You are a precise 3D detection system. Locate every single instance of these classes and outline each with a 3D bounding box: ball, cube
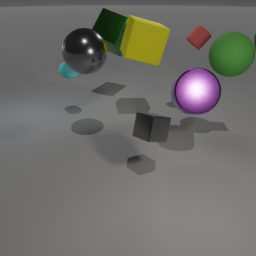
[{"bbox_3d":[3.321,-2.359,9.007,1.400,1.400,1.400,0,27,0],"label":"ball"},{"bbox_3d":[0.648,-0.024,7.699,0.700,0.700,0.700,3,11,-39],"label":"cube"},{"bbox_3d":[0.606,-3.396,10.849,1.400,1.400,1.400,10,26,-15],"label":"cube"},{"bbox_3d":[-1.343,-2.382,8.729,1.400,1.400,1.400,0,27,0],"label":"ball"},{"bbox_3d":[-0.730,-4.472,13.218,1.400,1.400,1.400,26,-3,13],"label":"cube"}]

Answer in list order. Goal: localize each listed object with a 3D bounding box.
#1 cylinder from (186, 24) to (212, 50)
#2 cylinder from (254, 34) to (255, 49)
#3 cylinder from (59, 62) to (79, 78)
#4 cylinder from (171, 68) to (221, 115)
[{"bbox_3d":[2.765,-3.542,10.933,0.700,0.700,0.700,39,16,-14],"label":"cylinder"},{"bbox_3d":[4.238,-2.560,8.501,0.700,0.700,0.700,3,59,6],"label":"cylinder"},{"bbox_3d":[-2.389,-2.390,11.411,0.700,0.700,0.700,-14,12,-26],"label":"cylinder"},{"bbox_3d":[2.128,-1.137,9.017,1.400,1.400,1.400,2,4,5],"label":"cylinder"}]
